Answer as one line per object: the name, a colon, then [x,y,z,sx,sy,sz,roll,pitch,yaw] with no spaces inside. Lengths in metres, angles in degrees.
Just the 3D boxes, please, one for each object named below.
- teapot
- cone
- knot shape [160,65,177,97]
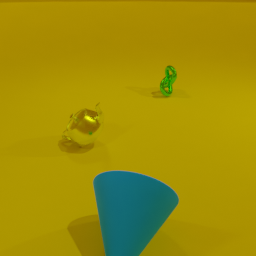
teapot: [-1.059,-0.091,6.783,1.565,0.766,0.973,-32,31,30]
cone: [-0.043,1.502,3.878,1.325,1.325,1.330,7,54,13]
knot shape: [1.446,-1.623,10.097,0.499,1.079,1.010,17,71,8]
